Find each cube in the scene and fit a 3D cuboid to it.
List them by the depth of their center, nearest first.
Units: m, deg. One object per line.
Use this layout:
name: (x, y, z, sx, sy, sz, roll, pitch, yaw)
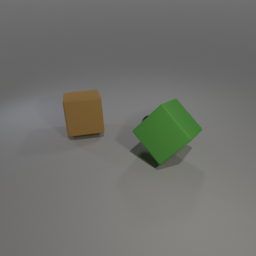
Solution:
cube: (1.305, 0.073, 9.133, 1.400, 1.400, 1.400, 51, 30, 8)
cube: (-1.743, -0.621, 10.993, 1.400, 1.400, 1.400, -7, 22, -9)

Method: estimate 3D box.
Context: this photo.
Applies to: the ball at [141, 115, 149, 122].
ball: (0.869, -0.171, 11.211, 0.700, 0.700, 0.700, 0, 29, 0)
